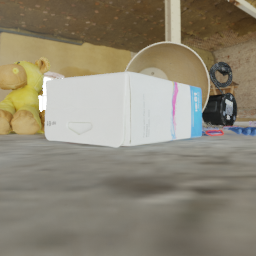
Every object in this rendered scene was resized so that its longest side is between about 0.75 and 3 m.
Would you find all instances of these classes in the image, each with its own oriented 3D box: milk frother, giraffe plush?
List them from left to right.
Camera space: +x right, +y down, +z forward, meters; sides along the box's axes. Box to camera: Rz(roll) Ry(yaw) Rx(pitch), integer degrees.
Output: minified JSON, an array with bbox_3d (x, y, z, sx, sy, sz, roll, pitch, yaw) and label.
[{"bbox_3d":[-2.667,-0.840,7.165,2.041,1.918,2.366,0,2,6],"label":"giraffe plush"},{"bbox_3d":[3.445,-1.427,12.561,2.351,2.499,2.256,2,-26,46],"label":"milk frother"}]

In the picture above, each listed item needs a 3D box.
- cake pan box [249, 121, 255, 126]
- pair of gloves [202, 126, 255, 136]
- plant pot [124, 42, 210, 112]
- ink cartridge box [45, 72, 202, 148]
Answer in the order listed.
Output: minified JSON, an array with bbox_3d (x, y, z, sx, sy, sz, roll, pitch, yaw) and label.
[{"bbox_3d":[6.581,-0.206,13.513,1.016,0.289,1.104,2,2,-7],"label":"cake pan box"},{"bbox_3d":[2.174,0.074,6.254,1.551,0.177,1.247,-1,3,-3],"label":"pair of gloves"},{"bbox_3d":[0.711,-0.943,6.602,1.976,1.976,1.327,0,11,-10],"label":"plant pot"},{"bbox_3d":[0.028,-0.267,4.508,1.600,0.937,2.214,2,4,36],"label":"ink cartridge box"}]
